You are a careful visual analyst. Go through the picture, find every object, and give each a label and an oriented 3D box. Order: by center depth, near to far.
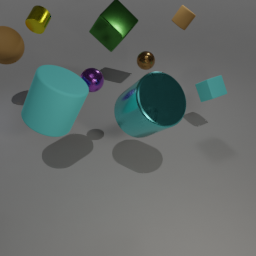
[{"bbox_3d":[0.536,-0.548,7.233,1.400,1.400,1.400,-21,-3,-28],"label":"cylinder"},{"bbox_3d":[-1.950,-0.722,7.475,1.400,1.400,1.400,24,29,-14],"label":"cylinder"},{"bbox_3d":[-1.043,-1.381,8.080,0.700,0.700,0.700,0,34,0],"label":"ball"},{"bbox_3d":[-3.207,-3.869,10.023,0.700,0.700,0.700,9,63,13],"label":"cylinder"},{"bbox_3d":[2.989,-1.407,10.081,0.700,0.700,0.700,-20,2,-23],"label":"cube"},{"bbox_3d":[-4.665,-3.123,10.606,1.400,1.400,1.400,0,34,0],"label":"ball"},{"bbox_3d":[0.677,-2.553,10.608,0.700,0.700,0.700,0,34,0],"label":"ball"},{"bbox_3d":[2.236,-4.436,11.269,0.700,0.700,0.700,30,28,-17],"label":"cylinder"},{"bbox_3d":[-0.659,-4.668,12.836,1.400,1.400,1.400,41,61,-14],"label":"cube"}]
